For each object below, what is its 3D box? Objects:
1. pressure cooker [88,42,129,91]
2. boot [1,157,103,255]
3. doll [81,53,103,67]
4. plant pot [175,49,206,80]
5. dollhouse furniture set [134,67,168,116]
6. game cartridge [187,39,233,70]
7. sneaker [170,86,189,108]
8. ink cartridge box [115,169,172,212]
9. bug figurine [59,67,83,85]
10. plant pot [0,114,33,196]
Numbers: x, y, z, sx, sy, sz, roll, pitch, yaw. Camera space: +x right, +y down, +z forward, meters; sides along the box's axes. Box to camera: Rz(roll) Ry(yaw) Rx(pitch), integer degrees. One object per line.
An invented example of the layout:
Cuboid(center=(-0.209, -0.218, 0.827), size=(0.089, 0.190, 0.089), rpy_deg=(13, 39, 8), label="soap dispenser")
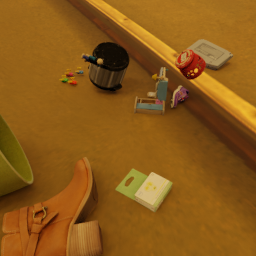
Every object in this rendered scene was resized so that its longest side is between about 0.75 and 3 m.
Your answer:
Cuboid(center=(-0.766, -2.193, 10.367), size=(1.405, 1.573, 1.383), rpy_deg=(11, 56, -11), label="pressure cooker")
Cuboid(center=(-1.723, 1.883, 6.492), size=(2.073, 1.024, 2.670), rpy_deg=(-9, 49, -4), label="boot")
Cuboid(center=(-1.127, -2.147, 8.839), size=(0.890, 0.607, 0.216), rpy_deg=(25, 79, 39), label="doll")
Cuboid(center=(2.017, -2.121, 9.257), size=(0.751, 0.824, 0.824), rpy_deg=(29, 30, -32), label="plant pot")
Cuboid(center=(0.805, -1.449, 9.614), size=(1.040, 1.594, 1.505), rpy_deg=(5, 42, 5), label="dollhouse furniture set")
Cuboid(center=(3.518, -3.237, 12.366), size=(1.203, 0.365, 1.804), rpy_deg=(-35, 54, -18), label="game cartridge")
Cuboid(center=(1.894, -1.130, 10.109), size=(0.514, 0.497, 1.232), rpy_deg=(24, 46, 17), label="sneaker")
Cuboid(center=(0.406, 1.515, 7.279), size=(1.227, 0.294, 0.893), rpy_deg=(25, 48, 23), label="ink cartridge box")
Cuboid(center=(-2.254, -2.056, 11.292), size=(0.825, 0.274, 1.064), rpy_deg=(6, 46, 16), label="bug figurine")
Cuboid(center=(-4.145, 0.915, 6.619), size=(2.747, 2.570, 2.570), rpy_deg=(-30, 48, -11), label="plant pot")
